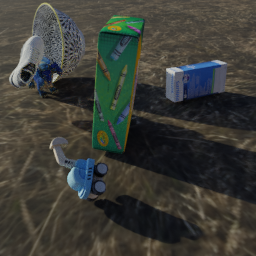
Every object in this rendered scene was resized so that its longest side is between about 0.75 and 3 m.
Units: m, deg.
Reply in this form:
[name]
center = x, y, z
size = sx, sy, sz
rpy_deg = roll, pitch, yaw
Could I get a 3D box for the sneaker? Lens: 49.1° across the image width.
[sneaker]
center = -3.018, -2.077, 8.749
size = 0.704, 1.842, 0.741
rpy_deg = 25, -16, -35

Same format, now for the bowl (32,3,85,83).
[bowl]
center = -2.561, -3.215, 10.882
size = 1.365, 2.908, 2.908
rpy_deg = -11, 32, -37

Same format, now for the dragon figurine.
[dragon figurine]
center = -3.180, -2.038, 9.969
size = 0.831, 1.404, 2.823
rpy_deg = -25, 47, -32

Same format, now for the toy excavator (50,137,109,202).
[toy excavator]
center = -1.034, 0.809, 5.611
size = 1.173, 0.586, 1.141
rpy_deg = 16, 56, -20

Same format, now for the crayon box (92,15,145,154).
[crayon box]
center = -0.246, -1.088, 7.038
size = 0.868, 2.979, 1.769
rpy_deg = 9, 33, 2

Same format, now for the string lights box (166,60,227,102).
[string lights box]
center = 2.366, -1.639, 9.692
size = 2.062, 1.060, 0.608
rpy_deg = -12, 28, -18
